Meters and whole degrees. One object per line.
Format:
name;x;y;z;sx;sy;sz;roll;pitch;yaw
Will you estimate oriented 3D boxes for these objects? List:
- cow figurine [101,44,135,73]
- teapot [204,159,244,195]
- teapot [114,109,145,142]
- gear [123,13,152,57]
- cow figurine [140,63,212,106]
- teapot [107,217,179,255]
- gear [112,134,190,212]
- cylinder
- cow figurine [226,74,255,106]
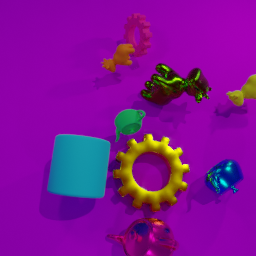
cow figurine;-0.326;-2.116;8.444;0.916;0.931;0.511;-4;48;-18
teapot;2.516;1.338;7.254;1.660;1.032;0.813;-3;49;-48
teapot;0.011;-0.088;7.576;1.224;0.761;0.599;-40;53;31
gear;0.291;-2.966;9.004;0.243;1.315;1.315;-15;67;-28
cow figurine;1.407;-1.134;8.139;1.714;1.741;0.956;29;54;-5
teapot;0.361;2.712;6.660;1.010;2.063;1.283;39;53;-31
gear;0.621;1.204;7.649;2.047;0.379;2.047;2;73;-5
cylinder;-1.217;0.969;7.062;1.399;1.399;1.399;6;80;3
cow figurine;3.495;-1.122;8.251;1.014;0.566;1.031;13;108;-12
